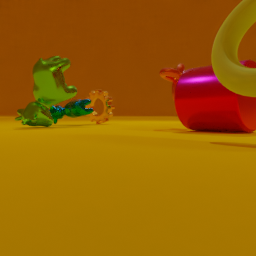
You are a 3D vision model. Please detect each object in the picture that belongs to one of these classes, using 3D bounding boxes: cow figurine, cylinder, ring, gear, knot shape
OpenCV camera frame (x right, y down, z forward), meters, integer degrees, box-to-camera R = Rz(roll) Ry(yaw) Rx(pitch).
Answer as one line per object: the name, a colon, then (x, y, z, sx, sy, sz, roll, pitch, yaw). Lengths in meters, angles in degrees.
cow figurine: (-2.163, -0.898, 7.150, 0.940, 1.712, 1.685, 23, 42, 40)
cylinder: (1.736, -0.562, 5.271, 1.252, 1.252, 1.252, -2, 3, -43)
ring: (1.661, -1.064, 3.157, 0.313, 1.564, 1.564, 29, -16, -35)
cow figurine: (-1.875, -0.557, 8.903, 1.230, 0.686, 1.250, -18, 10, -34)
gear: (-1.059, -0.774, 10.169, 1.224, 1.224, 0.226, 2, 9, 32)
knot shape: (1.277, -0.959, 6.615, 0.554, 1.122, 1.199, -30, -7, 22)
